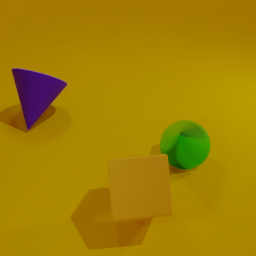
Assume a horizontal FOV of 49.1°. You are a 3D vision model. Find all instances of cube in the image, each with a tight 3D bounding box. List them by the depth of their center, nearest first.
[{"bbox_3d":[0.191,1.115,5.531,1.101,1.101,1.101,-5,-6,-4],"label":"cube"}]

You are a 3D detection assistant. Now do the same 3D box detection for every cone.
[{"bbox_3d":[1.296,0.289,6.662,1.300,1.305,1.300,-4,77,15],"label":"cone"},{"bbox_3d":[-2.773,-0.722,8.278,1.617,1.623,1.617,13,-2,0],"label":"cone"}]
